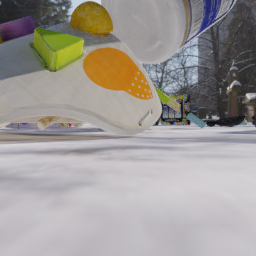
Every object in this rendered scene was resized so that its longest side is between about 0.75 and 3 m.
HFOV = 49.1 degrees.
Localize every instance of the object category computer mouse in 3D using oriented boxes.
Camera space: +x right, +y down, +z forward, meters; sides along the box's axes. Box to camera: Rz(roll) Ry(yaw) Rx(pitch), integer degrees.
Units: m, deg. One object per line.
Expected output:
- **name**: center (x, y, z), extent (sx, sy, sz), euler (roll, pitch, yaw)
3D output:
- **computer mouse**: center (3.169, -0.165, 9.025), extent (1.205, 0.318, 0.835), euler (-13, -3, 27)

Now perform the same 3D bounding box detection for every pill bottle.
- **pill bottle**: center (1.080, -2.643, 5.365), extent (2.938, 1.758, 1.758), euler (-40, 24, -30)

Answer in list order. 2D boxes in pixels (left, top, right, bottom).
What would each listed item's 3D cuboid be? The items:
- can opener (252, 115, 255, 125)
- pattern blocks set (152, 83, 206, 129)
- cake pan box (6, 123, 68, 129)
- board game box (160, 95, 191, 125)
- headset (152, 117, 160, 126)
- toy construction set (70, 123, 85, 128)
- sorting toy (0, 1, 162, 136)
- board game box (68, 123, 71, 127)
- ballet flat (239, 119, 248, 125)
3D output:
- **can opener**: center (5.350, -0.265, 9.758), extent (1.913, 0.752, 0.606), euler (-3, 40, 15)
- **pattern blocks set**: center (0.614, -0.930, 6.790), extent (2.773, 0.225, 2.437), euler (34, 9, -9)
- **cake pan box**: center (-2.042, -0.120, 6.213), extent (1.068, 0.303, 1.160), euler (2, 0, -34)
- **board game box**: center (2.141, -0.799, 12.790), extent (0.462, 1.348, 1.630), euler (-2, 3, -31)
- **headset**: center (0.149, -0.625, 10.587), extent (2.341, 1.100, 1.445), euler (12, -7, -33)
- **toy construction set**: center (-0.387, -0.627, 7.461), extent (1.747, 1.227, 2.664), euler (4, 4, 35)
- **sorting toy**: center (-1.533, -0.401, 3.012), extent (2.885, 1.541, 2.597), euler (1, 21, 32)
- **board game box**: center (-1.931, -0.216, 8.784), extent (1.696, 0.418, 2.146), euler (7, 11, 41)
- **ballet flat**: center (5.293, -0.335, 13.121), extent (0.435, 0.402, 1.290), euler (3, 3, 40)
